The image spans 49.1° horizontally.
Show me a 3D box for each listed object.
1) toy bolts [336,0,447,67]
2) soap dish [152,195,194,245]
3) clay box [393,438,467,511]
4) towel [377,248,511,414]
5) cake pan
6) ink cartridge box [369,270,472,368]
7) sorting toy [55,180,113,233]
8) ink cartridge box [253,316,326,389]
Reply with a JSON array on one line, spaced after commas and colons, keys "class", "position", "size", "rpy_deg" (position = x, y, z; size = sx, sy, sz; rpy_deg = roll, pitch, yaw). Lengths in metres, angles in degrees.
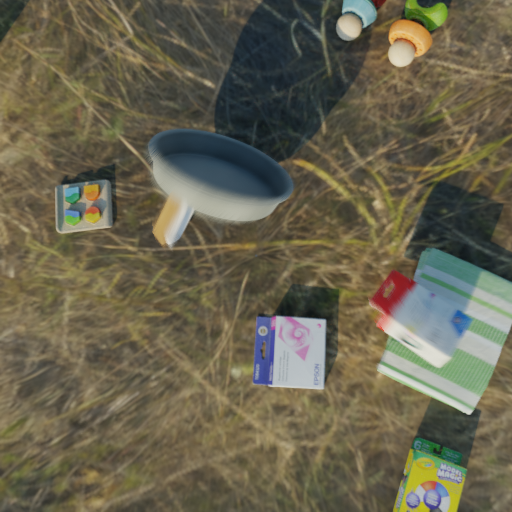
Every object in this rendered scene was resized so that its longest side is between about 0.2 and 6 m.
[{"class": "toy bolts", "position": [2.743, -5.234, 11.990], "size": [2.140, 2.044, 1.484], "rpy_deg": [28, 83, 25]}, {"class": "soap dish", "position": [-1.574, -0.811, 10.995], "size": [0.443, 0.858, 1.091], "rpy_deg": [29, 105, 2]}, {"class": "clay box", "position": [3.154, 4.309, 10.200], "size": [0.989, 0.409, 1.720], "rpy_deg": [19, 77, 4]}, {"class": "towel", "position": [3.795, 1.423, 10.999], "size": [2.110, 0.324, 2.766], "rpy_deg": [26, 76, 6]}, {"class": "cake pan", "position": [-0.704, -1.571, 10.794], "size": [2.853, 2.853, 0.523], "rpy_deg": [25, 121, 6]}, {"class": "ink cartridge box", "position": [2.982, 1.149, 10.467], "size": [1.697, 0.571, 0.986], "rpy_deg": [35, 63, 14]}, {"class": "sorting toy", "position": [-3.599, -1.048, 11.664], "size": [1.146, 0.209, 1.061], "rpy_deg": [-6, 76, -2]}, {"class": "ink cartridge box", "position": [0.651, 1.866, 10.890], "size": [1.374, 0.298, 1.349], "rpy_deg": [3, 76, -1]}]
